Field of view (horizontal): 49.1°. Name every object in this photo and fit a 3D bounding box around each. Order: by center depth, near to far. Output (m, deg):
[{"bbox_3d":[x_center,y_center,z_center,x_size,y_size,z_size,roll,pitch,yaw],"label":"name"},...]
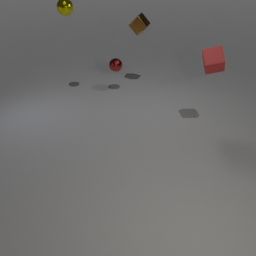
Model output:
[{"bbox_3d":[3.125,-2.477,10.245,0.700,0.700,0.700,-9,71,14],"label":"cube"},{"bbox_3d":[-2.705,-5.185,12.006,0.700,0.700,0.700,0,31,0],"label":"ball"},{"bbox_3d":[0.583,-5.230,14.106,0.700,0.700,0.700,-31,20,37],"label":"cube"},{"bbox_3d":[-0.635,-3.240,14.444,0.700,0.700,0.700,0,31,0],"label":"ball"}]
